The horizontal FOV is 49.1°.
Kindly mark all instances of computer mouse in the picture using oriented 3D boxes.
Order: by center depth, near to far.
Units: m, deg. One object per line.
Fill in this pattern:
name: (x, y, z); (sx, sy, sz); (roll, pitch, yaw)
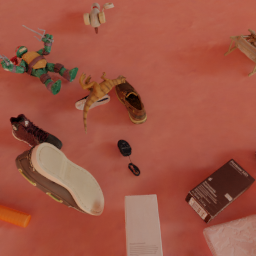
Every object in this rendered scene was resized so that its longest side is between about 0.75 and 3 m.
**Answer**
computer mouse: (0.011, 0.894, 8.381); (0.376, 0.218, 1.283); (-5, 56, -33)

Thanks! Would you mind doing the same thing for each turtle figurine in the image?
turtle figurine: (-3.276, -2.420, 10.022); (2.749, 1.384, 2.058); (36, 75, 6)

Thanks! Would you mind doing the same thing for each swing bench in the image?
swing bench: (4.774, -2.957, 10.655); (1.465, 0.950, 1.457); (-26, 58, -18)

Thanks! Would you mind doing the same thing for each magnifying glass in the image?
magnifying glass: (-3.867, 2.090, 7.447); (2.704, 0.303, 1.076); (14, 55, 9)

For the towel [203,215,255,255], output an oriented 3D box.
towel: (3.006, 3.037, 6.673); (1.884, 0.304, 1.800); (-10, 51, -12)

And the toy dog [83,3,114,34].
toy dog: (-1.358, -4.745, 12.157); (1.208, 0.882, 1.832); (10, 42, 16)

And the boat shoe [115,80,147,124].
boat shoe: (0.103, -1.036, 9.447); (0.700, 0.657, 1.944); (-19, 57, -13)

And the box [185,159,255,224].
box: (2.478, 1.676, 7.538); (1.706, 0.639, 0.854); (-31, 60, -22)

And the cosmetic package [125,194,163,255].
cosmetic package: (0.365, 2.653, 6.581); (0.815, 1.034, 1.921); (-4, 53, 0)

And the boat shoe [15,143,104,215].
boat shoe: (-1.543, 1.363, 6.798); (0.789, 2.650, 0.952); (-18, 43, 24)

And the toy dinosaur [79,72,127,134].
toy dinosaur: (-1.047, -1.169, 9.186); (1.314, 0.747, 2.473); (38, 69, 13)

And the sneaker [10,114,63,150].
sneaker: (-2.847, 0.136, 8.386); (1.760, 1.017, 0.666); (19, 57, 13)

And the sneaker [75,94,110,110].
sneaker: (-1.298, -1.048, 9.637); (1.217, 0.445, 0.681); (-16, 52, -21)
